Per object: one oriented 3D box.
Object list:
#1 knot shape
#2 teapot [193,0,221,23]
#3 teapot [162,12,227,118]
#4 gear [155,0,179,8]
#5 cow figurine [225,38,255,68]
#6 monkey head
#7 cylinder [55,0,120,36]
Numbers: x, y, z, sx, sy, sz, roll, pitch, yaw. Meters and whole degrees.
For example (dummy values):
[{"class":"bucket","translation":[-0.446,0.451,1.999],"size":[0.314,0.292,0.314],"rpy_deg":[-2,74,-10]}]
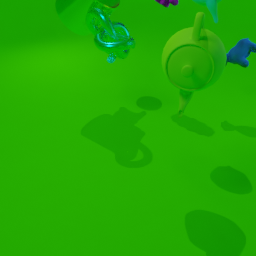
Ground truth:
[{"class":"knot shape","translation":[-0.355,-2.346,7.252],"size":[1.536,0.710,1.437],"rpy_deg":[52,23,23]},{"class":"teapot","translation":[1.749,-2.985,5.992],"size":[0.918,0.723,1.476],"rpy_deg":[-11,72,26]},{"class":"teapot","translation":[1.102,-1.074,4.914],"size":[1.136,1.826,0.894],"rpy_deg":[14,34,14]},{"class":"gear","translation":[1.269,-4.120,7.891],"size":[0.246,1.330,1.330],"rpy_deg":[9,21,-45]},{"class":"cow figurine","translation":[3.011,-2.126,7.982],"size":[1.048,1.065,0.585],"rpy_deg":[36,17,18]},{"class":"monkey head","translation":[-0.333,-2.631,8.633],"size":[0.991,0.830,1.377],"rpy_deg":[15,60,-40]},{"class":"cylinder","translation":[-1.104,-3.443,7.668],"size":[1.299,1.299,1.299],"rpy_deg":[-27,15,40]}]
